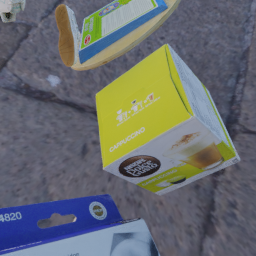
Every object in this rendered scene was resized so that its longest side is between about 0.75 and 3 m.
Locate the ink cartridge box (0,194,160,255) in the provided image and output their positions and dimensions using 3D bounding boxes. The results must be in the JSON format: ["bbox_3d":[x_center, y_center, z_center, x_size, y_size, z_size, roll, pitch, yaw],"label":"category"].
[{"bbox_3d":[-0.437,1.682,3.043,2.196,0.447,2.200,5,47,-47],"label":"ink cartridge box"}]

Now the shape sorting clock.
[{"bbox_3d":[-0.143,-2.323,6.297,2.989,0.586,2.989,-22,38,18],"label":"shape sorting clock"}]

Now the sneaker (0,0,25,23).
[{"bbox_3d":[-2.206,-2.713,5.487,0.638,1.813,0.726,-16,89,-34],"label":"sneaker"}]

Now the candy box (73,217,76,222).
[{"bbox_3d":[-0.643,1.793,4.281,0.341,0.705,1.209,-6,36,36],"label":"candy box"}]

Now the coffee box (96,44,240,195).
[{"bbox_3d":[0.572,-0.050,4.613,1.565,1.550,1.567,-32,47,25],"label":"coffee box"}]

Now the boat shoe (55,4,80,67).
[{"bbox_3d":[-0.921,-1.489,4.573,0.347,0.340,0.980,-4,93,31],"label":"boat shoe"}]
